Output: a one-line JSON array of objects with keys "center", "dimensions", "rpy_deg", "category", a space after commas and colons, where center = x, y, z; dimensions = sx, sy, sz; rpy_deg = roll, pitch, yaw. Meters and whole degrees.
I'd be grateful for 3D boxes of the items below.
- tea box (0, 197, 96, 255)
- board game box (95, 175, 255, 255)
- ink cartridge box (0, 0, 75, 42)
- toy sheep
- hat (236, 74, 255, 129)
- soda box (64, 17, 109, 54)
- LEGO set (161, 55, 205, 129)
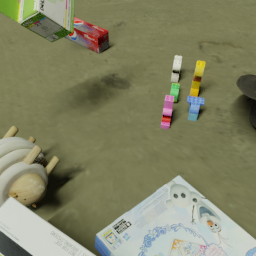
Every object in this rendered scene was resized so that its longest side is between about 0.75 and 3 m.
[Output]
[{"center": [-1.670, 2.769, 4.384], "dimensions": [2.247, 1.501, 2.210], "rpy_deg": [26, 52, 22], "category": "tea box"}, {"center": [1.044, 2.302, 5.222], "dimensions": [2.391, 0.519, 2.379], "rpy_deg": [-25, 51, -35], "category": "board game box"}, {"center": [-2.049, -2.903, 5.850], "dimensions": [0.725, 1.914, 1.415], "rpy_deg": [-10, 74, 33], "category": "ink cartridge box"}, {"center": [-2.521, 0.888, 6.154], "dimensions": [1.602, 1.602, 2.324], "rpy_deg": [-35, 42, -28], "category": "toy sheep"}, {"center": [3.972, -0.374, 7.476], "dimensions": [2.811, 1.134, 2.811], "rpy_deg": [13, 31, -8], "category": "hat"}, {"center": [-1.676, -3.637, 10.819], "dimensions": [2.020, 0.707, 0.640], "rpy_deg": [30, 54, 25], "category": "soda box"}, {"center": [1.767, -1.333, 8.382], "dimensions": [1.095, 1.178, 2.871], "rpy_deg": [10, 48, 8], "category": "LEGO set"}]
